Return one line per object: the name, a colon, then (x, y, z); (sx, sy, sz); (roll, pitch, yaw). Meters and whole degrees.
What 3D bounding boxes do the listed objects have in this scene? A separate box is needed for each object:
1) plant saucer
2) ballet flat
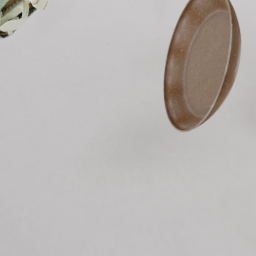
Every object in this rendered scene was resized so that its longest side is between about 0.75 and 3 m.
plant saucer: (1.433, -1.281, 5.596); (0.511, 2.791, 2.791); (5, 51, -13)
ballet flat: (-2.433, -3.044, 6.812); (2.552, 0.947, 0.947); (-29, 49, 22)
